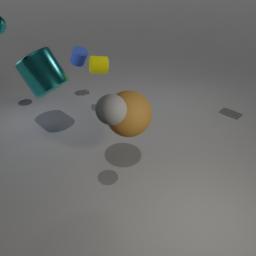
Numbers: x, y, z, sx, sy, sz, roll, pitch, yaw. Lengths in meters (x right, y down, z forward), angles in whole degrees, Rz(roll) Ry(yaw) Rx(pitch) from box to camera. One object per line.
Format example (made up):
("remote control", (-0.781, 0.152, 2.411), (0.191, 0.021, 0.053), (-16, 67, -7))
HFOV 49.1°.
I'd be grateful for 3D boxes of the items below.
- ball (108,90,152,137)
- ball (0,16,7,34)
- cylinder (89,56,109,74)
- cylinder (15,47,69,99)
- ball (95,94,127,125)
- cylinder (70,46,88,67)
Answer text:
("ball", (0.016, -0.423, 8.401), (1.400, 1.400, 1.400), (0, 31, 0))
("ball", (-4.931, -3.867, 10.493), (0.700, 0.700, 0.700), (0, 31, 0))
("cylinder", (-1.209, -2.608, 11.575), (0.700, 0.700, 0.700), (-2, 30, -18))
("cylinder", (-3.122, -2.005, 10.258), (1.400, 1.400, 1.400), (-29, 13, 8))
("ball", (-0.378, -0.411, 6.250), (0.700, 0.700, 0.700), (0, 31, 0))
("cylinder", (-2.329, -3.390, 13.266), (0.700, 0.700, 0.700), (16, 46, -17))
